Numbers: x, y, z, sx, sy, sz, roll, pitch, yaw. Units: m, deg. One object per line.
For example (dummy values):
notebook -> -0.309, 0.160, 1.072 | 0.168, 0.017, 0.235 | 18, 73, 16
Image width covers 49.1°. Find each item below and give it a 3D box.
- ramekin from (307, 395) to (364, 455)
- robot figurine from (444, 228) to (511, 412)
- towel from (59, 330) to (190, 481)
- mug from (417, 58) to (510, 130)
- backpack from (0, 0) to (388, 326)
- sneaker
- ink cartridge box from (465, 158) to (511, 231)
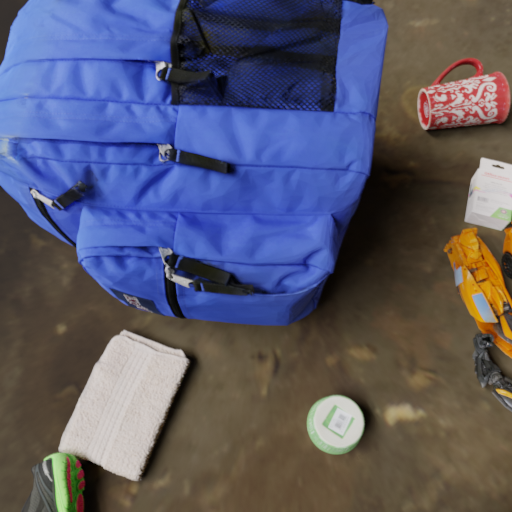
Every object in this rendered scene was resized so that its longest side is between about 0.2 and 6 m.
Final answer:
ramekin -> 1.178, 2.444, 8.184 | 0.840, 0.411, 0.840 | 0, 66, -1
robot figurine -> 4.212, 0.913, 8.614 | 2.204, 0.885, 3.040 | -15, 67, -5
towel -> -1.917, 2.172, 8.353 | 1.311, 0.341, 1.978 | 18, 67, 9
mug -> 3.748, -2.907, 10.387 | 1.402, 0.935, 1.244 | -10, 52, 1
backpack -> -1.113, -1.358, 7.876 | 5.079, 4.127, 4.262 | 9, 69, 3
sneaker -> -2.773, 3.672, 7.594 | 0.777, 0.712, 1.855 | -13, 63, 15
ink cartridge box -> 4.103, -1.084, 9.779 | 0.676, 0.389, 1.155 | 16, 67, 7
